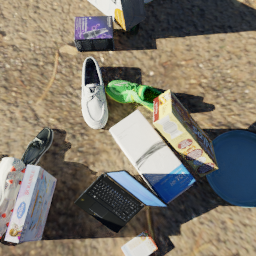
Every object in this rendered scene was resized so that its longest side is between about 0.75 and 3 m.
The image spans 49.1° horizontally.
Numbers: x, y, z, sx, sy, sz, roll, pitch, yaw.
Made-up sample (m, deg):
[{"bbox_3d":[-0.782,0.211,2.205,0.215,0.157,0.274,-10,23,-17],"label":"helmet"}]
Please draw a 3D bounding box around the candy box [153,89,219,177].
[{"bbox_3d":[1.756,0.163,8.564,0.683,2.470,1.426,-32,24,25],"label":"candy box"}]

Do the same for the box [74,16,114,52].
[{"bbox_3d":[-1.356,-3.852,11.454,1.577,0.823,1.167,-4,69,-1],"label":"box"}]

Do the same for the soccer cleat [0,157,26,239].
[{"bbox_3d":[-4.187,2.351,9.159,1.119,0.999,2.884,10,77,41],"label":"soccer cleat"}]

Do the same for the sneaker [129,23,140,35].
[{"bbox_3d":[0.224,-4.438,11.913,0.543,0.497,1.274,6,61,10],"label":"sneaker"}]

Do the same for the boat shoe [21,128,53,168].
[{"bbox_3d":[-3.202,0.675,9.927,0.633,0.505,1.674,19,71,7],"label":"boat shoe"}]

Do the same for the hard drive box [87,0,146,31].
[{"bbox_3d":[-0.683,-5.637,11.127,1.102,2.235,2.868,-37,62,-12],"label":"hard drive box"}]

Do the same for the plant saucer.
[{"bbox_3d":[3.950,1.400,9.737,2.692,0.369,2.692,0,69,0],"label":"plant saucer"}]

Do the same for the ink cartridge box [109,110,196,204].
[{"bbox_3d":[0.756,1.019,8.938,1.178,2.009,2.744,-35,74,-4],"label":"ink cartridge box"}]

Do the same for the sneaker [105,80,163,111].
[{"bbox_3d":[0.401,-1.320,10.380,2.520,1.053,0.933,17,72,7],"label":"sneaker"}]

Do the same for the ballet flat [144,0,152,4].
[{"bbox_3d":[1.295,-6.459,12.488,2.224,0.772,0.772,-43,75,-14],"label":"ballet flat"}]

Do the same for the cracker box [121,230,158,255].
[{"bbox_3d":[0.353,3.799,8.877,0.981,0.283,0.657,-30,72,-12],"label":"cracker box"}]

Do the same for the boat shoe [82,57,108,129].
[{"bbox_3d":[-1.268,-1.368,10.452,0.999,0.950,2.774,-1,69,-1],"label":"boat shoe"}]

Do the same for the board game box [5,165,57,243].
[{"bbox_3d":[-2.832,2.337,8.484,0.422,2.048,2.053,10,69,3],"label":"board game box"}]

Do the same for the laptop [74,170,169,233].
[{"bbox_3d":[-0.213,2.101,7.711,1.709,0.996,1.929,42,96,-18],"label":"laptop"}]
